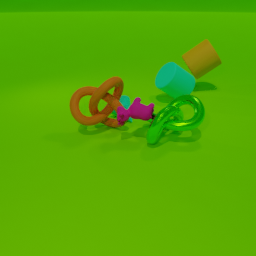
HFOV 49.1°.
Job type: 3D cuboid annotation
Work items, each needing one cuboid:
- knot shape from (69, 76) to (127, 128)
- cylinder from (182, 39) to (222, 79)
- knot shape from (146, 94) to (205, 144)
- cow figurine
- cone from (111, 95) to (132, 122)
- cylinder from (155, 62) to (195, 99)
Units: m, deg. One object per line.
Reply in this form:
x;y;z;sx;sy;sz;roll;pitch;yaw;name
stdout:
-0.875;-0.673;8.205;1.650;1.763;0.815;-7;35;-13;knot shape
3.085;-2.869;11.755;1.213;1.213;1.213;-33;18;18;cylinder
1.104;-0.267;8.117;1.915;0.885;1.792;-26;10;-19;knot shape
0.181;-0.387;7.650;0.955;0.524;0.939;23;60;15;cow figurine
-0.082;-0.489;9.333;0.845;0.845;0.849;-16;55;-31;cone
1.807;-1.782;10.773;1.110;1.110;1.110;26;12;-30;cylinder
